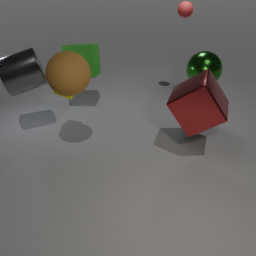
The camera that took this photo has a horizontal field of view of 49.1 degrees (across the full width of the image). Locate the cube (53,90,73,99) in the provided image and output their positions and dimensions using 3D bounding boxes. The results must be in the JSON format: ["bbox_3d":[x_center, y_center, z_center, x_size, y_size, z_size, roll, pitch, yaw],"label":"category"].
[{"bbox_3d":[-2.257,-1.584,10.100,0.700,0.700,0.700,18,63,7],"label":"cube"}]

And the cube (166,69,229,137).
[{"bbox_3d":[2.314,-0.824,9.180,1.400,1.400,1.400,-26,19,32],"label":"cube"}]

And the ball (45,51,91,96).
[{"bbox_3d":[-1.878,-1.707,8.831,1.400,1.400,1.400,0,29,0],"label":"ball"}]

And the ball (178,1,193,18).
[{"bbox_3d":[2.605,-5.374,12.699,0.700,0.700,0.700,0,29,0],"label":"ball"}]

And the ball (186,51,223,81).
[{"bbox_3d":[3.053,-2.361,11.226,1.400,1.400,1.400,0,29,0],"label":"ball"}]

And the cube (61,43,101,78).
[{"bbox_3d":[-2.088,-3.072,12.764,1.400,1.400,1.400,-1,19,5],"label":"cube"}]

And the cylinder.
[{"bbox_3d":[-3.879,-2.056,10.323,1.400,1.400,1.400,-23,34,-8],"label":"cylinder"}]
